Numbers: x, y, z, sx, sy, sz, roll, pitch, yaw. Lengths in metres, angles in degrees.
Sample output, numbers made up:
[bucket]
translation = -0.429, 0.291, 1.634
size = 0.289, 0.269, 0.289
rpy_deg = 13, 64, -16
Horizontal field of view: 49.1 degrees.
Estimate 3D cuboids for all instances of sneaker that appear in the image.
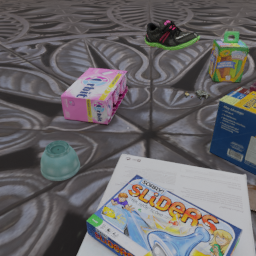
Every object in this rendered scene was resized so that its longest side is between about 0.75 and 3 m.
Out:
[sneaker]
translation = 1.059, -2.418, 7.219
size = 1.643, 0.688, 0.631
rpy_deg = 20, 40, 38

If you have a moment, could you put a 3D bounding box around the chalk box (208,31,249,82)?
[chalk box]
translation = 4.360, -3.141, 12.165
size = 1.239, 1.991, 1.233
rpy_deg = 1, 33, 2

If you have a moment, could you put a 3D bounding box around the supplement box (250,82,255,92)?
[supplement box]
translation = 5.472, -1.233, 10.070
size = 1.427, 1.107, 2.585
rpy_deg = 27, 42, 34

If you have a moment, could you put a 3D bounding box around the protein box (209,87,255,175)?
[protein box]
translation = 3.328, 0.086, 7.515
size = 1.704, 1.716, 1.158
rpy_deg = 29, 43, 36

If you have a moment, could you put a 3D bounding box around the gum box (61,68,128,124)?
[gum box]
translation = -1.081, -1.312, 10.336
size = 1.597, 0.931, 2.814
rpy_deg = 7, 34, 13

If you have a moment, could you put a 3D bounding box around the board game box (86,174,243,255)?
[board game box]
translation = 0.451, 1.350, 3.643
size = 1.669, 0.288, 1.130
rpy_deg = 23, 40, 30

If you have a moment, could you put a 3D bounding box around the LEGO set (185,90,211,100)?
[LEGO set]
translation = 2.766, -1.368, 11.036
size = 1.004, 0.285, 0.652
rpy_deg = -6, 34, -9

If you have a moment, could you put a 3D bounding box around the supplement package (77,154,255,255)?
[supplement package]
translation = 0.663, 1.975, 4.597
size = 2.297, 1.766, 2.402
rpy_deg = 8, 34, 12

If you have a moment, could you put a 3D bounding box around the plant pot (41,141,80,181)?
[plant pot]
translation = -1.821, 0.776, 7.409
size = 1.043, 0.699, 1.043
rpy_deg = 0, 33, 0

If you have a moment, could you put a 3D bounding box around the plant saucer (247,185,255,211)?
[plant saucer]
translation = 2.975, 1.665, 6.573
size = 0.834, 0.134, 0.834
rpy_deg = 1, 34, 0
